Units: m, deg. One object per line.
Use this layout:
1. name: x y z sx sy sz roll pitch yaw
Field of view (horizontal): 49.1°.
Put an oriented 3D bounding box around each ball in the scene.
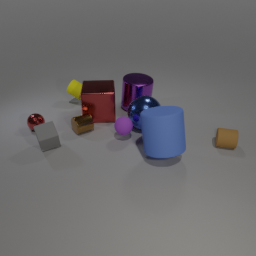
1. ball: -0.166 -0.083 10.524 0.700 0.700 0.700 0 30 0
2. ball: -3.722 -0.246 11.326 0.700 0.700 0.700 0 30 0
3. ball: 0.676 -0.600 11.217 1.400 1.400 1.400 0 30 0

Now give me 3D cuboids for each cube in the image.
1. cube: -2.902 0.296 10.067 0.700 0.700 0.700 -19 58 -18
2. cube: -1.263 -1.167 12.157 1.400 1.400 1.400 -2 32 -3

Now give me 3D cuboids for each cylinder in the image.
1. cylinder: 0.413 -1.627 12.890 1.400 1.400 1.400 3 34 -2
2. cylinder: 3.607 0.373 10.250 0.700 0.700 0.700 8 31 12
3. cylinder: -2.408 -1.805 13.172 0.700 0.700 0.700 31 34 1
4. cylinder: -1.821 -0.174 11.188 0.700 0.700 0.700 -19 35 -29
5. cylinder: 1.165 0.098 9.251 1.400 1.400 1.400 -7 17 2
